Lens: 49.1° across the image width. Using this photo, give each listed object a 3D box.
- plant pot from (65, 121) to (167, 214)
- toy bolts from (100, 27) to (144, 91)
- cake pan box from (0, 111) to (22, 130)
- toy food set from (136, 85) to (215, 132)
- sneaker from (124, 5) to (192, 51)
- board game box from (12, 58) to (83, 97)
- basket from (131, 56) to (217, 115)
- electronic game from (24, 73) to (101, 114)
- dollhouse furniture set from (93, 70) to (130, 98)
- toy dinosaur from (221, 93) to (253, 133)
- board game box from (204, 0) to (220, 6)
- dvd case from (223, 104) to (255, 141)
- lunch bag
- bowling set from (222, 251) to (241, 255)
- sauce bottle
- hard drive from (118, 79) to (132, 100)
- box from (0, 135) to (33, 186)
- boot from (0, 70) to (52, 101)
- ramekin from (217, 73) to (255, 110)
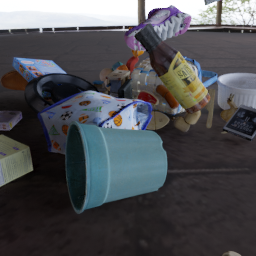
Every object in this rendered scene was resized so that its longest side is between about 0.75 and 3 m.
[{"bbox_3d":[-0.244,0.701,5.520,1.664,1.699,1.699,-1,22,-23],"label":"plant pot"},{"bbox_3d":[-0.346,-2.906,12.906,2.031,2.797,2.928,-16,8,-8],"label":"toy bolts"},{"bbox_3d":[-4.262,-0.262,9.207,1.188,0.311,1.095,0,21,0],"label":"cake pan box"},{"bbox_3d":[1.346,-0.700,8.745,2.528,1.607,0.398,6,4,16],"label":"toy food set"},{"bbox_3d":[0.973,-3.813,10.384,2.686,1.080,1.187,-26,69,-15],"label":"sneaker"},{"bbox_3d":[-3.270,-2.089,11.475,2.450,0.448,1.853,42,31,28],"label":"board game box"},{"bbox_3d":[1.561,-1.723,10.316,2.567,2.025,2.912,18,40,34],"label":"basket"},{"bbox_3d":[-2.151,-1.090,9.886,2.833,0.590,2.833,14,37,-10],"label":"electronic game"},{"bbox_3d":[-0.936,-1.606,11.126,1.750,1.233,1.226,8,25,15],"label":"dollhouse furniture set"},{"bbox_3d":[3.500,-0.310,9.108,0.966,0.556,1.910,9,49,18],"label":"toy dinosaur"},{"bbox_3d":[2.385,-3.690,7.054,1.077,0.795,0.346,-17,12,9],"label":"board game box"},{"bbox_3d":[3.592,-0.185,8.520,0.908,0.149,1.208,25,58,36],"label":"dvd case"},{"bbox_3d":[-0.724,-0.171,7.539,2.060,1.501,2.423,12,34,27],"label":"lunch bag"},{"bbox_3d":[1.883,2.150,3.244,1.154,0.890,1.658,5,14,-40],"label":"bowling set"},{"bbox_3d":[0.720,-0.967,4.608,0.531,1.608,0.531,-38,17,14],"label":"sauce bottle"},{"bbox_3d":[-0.078,-1.080,10.120,0.251,1.066,1.528,5,24,11],"label":"hard drive"},{"bbox_3d":[-3.088,0.787,6.342,1.174,0.645,1.335,16,27,33],"label":"box"},{"bbox_3d":[-4.118,-1.770,11.838,2.558,0.943,1.979,-5,29,-14],"label":"boot"},{"bbox_3d":[4.405,-1.286,10.496,2.142,1.044,2.142,-1,26,0],"label":"ramekin"}]
